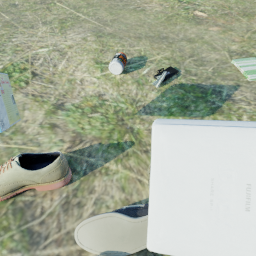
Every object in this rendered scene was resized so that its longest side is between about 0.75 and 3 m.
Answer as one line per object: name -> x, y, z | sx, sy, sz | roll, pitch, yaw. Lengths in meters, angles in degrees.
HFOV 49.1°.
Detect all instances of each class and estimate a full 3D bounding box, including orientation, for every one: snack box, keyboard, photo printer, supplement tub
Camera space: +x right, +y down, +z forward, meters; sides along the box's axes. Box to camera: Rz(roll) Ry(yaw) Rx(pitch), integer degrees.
snack box -> -2.753, -0.574, 5.900 | 0.372, 1.167, 2.008 | -14, 11, -9
keyboard -> 1.535, -2.263, 11.628 | 0.672, 0.144, 1.119 | 38, 53, 26
photo printer -> 1.734, 1.028, 4.510 | 2.757, 2.294, 0.957 | 3, -1, 16
supplement tub -> -0.390, -2.741, 11.781 | 0.617, 0.617, 1.007 | 9, 44, 10

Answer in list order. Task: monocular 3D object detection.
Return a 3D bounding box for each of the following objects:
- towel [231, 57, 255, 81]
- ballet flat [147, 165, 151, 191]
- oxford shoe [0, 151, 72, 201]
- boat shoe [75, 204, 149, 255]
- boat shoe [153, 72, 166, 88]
towel -> 5.267, -2.507, 11.865 | 1.230, 0.189, 1.613 | -8, 42, -9
ballet flat -> 0.694, 1.369, 7.448 | 0.349, 0.388, 1.030 | -2, 43, -4
oxford shoe -> -3.000, 1.113, 7.208 | 2.930, 1.081, 1.037 | -12, 44, -12
boat shoe -> 0.131, 2.243, 6.421 | 2.620, 0.952, 0.822 | -9, 0, -2
boat shoe -> 1.250, -1.957, 11.053 | 0.260, 0.306, 0.842 | 27, 66, 14
